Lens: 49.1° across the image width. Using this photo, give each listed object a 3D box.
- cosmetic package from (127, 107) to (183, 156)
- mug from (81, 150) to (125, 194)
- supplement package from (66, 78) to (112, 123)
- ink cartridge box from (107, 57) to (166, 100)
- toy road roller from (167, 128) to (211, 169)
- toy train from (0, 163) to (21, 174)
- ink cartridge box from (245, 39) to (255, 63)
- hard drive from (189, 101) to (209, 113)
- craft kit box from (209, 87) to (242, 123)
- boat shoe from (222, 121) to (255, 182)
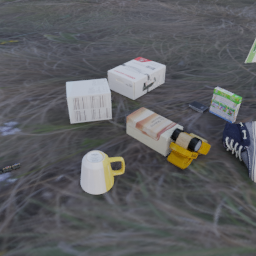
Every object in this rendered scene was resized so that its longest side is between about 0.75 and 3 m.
[{"bbox_3d":[0.959,0.085,10.471,1.955,0.853,1.011,29,45,33],"label":"cosmetic package"},{"bbox_3d":[-0.893,1.230,8.741,1.060,1.087,1.324,27,44,33],"label":"mug"},{"bbox_3d":[-1.639,-1.148,11.750,1.723,1.298,1.308,-7,37,-9],"label":"supplement package"},{"bbox_3d":[0.432,-2.504,13.823,1.770,0.999,2.412,29,45,33],"label":"ink cartridge box"},{"bbox_3d":[2.013,0.766,9.675,0.984,1.169,1.601,30,9,34],"label":"toy road roller"},{"bbox_3d":[-4.009,1.371,9.353,0.862,0.147,0.198,-17,28,-21],"label":"toy train"},{"bbox_3d":[4.497,-2.906,9.400,1.886,1.372,0.452,-12,39,-38],"label":"ink cartridge box"},{"bbox_3d":[3.136,-0.925,12.415,0.507,0.159,0.752,-29,45,-33],"label":"hard drive"},{"bbox_3d":[4.018,-0.959,11.626,0.285,1.160,1.174,-27,45,-31],"label":"craft kit box"},{"bbox_3d":[3.902,0.761,9.630,1.295,1.043,2.793,0,32,22],"label":"boat shoe"}]
